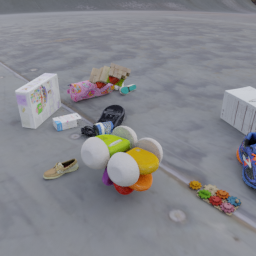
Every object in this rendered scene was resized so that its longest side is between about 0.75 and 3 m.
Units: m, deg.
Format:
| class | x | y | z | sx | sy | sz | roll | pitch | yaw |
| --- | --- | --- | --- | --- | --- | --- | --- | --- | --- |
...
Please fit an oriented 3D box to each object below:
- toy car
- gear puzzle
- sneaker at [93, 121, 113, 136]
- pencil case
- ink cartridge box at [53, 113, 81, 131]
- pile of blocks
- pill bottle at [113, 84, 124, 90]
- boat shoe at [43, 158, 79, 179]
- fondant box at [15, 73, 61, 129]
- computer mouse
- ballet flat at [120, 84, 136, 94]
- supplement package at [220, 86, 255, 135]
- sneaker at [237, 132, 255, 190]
| class | x | y | z | sx | sy | sz | roll | pitch | yaw |
| --- | --- | --- | --- | --- | --- | --- | --- | --- | --- |
| toy car | -0.194 | 1.026 | 7.995 | 2.175 | 1.631 | 1.903 | 26 | 30 | 28 |
| gear puzzle | 2.457 | 1.873 | 8.086 | 0.798 | 0.202 | 1.540 | -25 | 38 | -37 |
| sneaker | -0.647 | 0.432 | 9.175 | 0.683 | 1.604 | 0.618 | -23 | 49 | -19 |
| pencil case | -1.898 | -2.018 | 14.259 | 2.288 | 1.000 | 1.000 | -20 | 35 | -28 |
| ink cartridge box | -2.535 | -0.259 | 11.723 | 1.073 | 0.364 | 0.618 | -15 | 33 | -25 |
| pile of blocks | -0.845 | -2.141 | 12.539 | 1.212 | 0.917 | 2.952 | 20 | -3 | -29 |
| pill bottle | -0.779 | -2.376 | 15.310 | 1.003 | 0.558 | 0.558 | 10 | 31 | 17 |
| boat shoe | -2.159 | 1.273 | 8.970 | 1.160 | 0.385 | 0.429 | -19 | 35 | -31 |
| fondant box | -3.792 | -1.234 | 12.139 | 0.670 | 1.660 | 2.301 | 7 | 30 | 13 |
| computer mouse | -0.831 | -0.174 | 11.492 | 1.483 | 0.565 | 2.142 | 12 | 42 | 21 |
| ballet flat | -0.088 | -2.058 | 14.968 | 0.454 | 0.454 | 1.308 | 22 | 32 | 34 |
| supplement package | 5.080 | -0.612 | 11.334 | 1.360 | 1.364 | 2.326 | -11 | 31 | -18 |
| sneaker | 4.046 | 1.017 | 8.779 | 0.980 | 1.020 | 2.600 | 0 | 29 | 2 |
